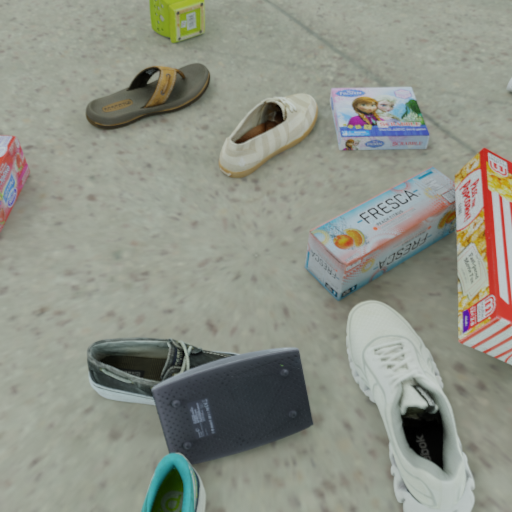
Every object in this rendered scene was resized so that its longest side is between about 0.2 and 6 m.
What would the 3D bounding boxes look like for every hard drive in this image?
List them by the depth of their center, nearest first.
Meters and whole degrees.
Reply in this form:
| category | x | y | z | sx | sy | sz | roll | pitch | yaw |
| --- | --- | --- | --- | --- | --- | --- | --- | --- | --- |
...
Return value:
| category | x | y | z | sx | sy | sz | roll | pitch | yaw |
| --- | --- | --- | --- | --- | --- | --- | --- | --- | --- |
| hard drive | -0.278 | 1.817 | 6.939 | 1.823 | 1.230 | 0.386 | -14 | 17 | -8 |

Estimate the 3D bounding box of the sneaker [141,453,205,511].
| category | x | y | z | sx | sy | sz | roll | pitch | yaw |
| --- | --- | --- | --- | --- | --- | --- | --- | --- | --- |
| sneaker | -1.073 | 3.168 | 5.886 | 0.848 | 0.872 | 2.189 | 3 | 49 | 3 |

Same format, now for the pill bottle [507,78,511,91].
| category | x | y | z | sx | sy | sz | roll | pitch | yaw |
| --- | --- | --- | --- | --- | --- | --- | --- | --- | --- |
| pill bottle | 5.955 | -3.690 | 12.367 | 0.728 | 0.408 | 0.408 | 29 | 54 | 24 |

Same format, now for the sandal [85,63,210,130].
| category | x | y | z | sx | sy | sz | roll | pitch | yaw |
| --- | --- | --- | --- | --- | --- | --- | --- | --- | --- |
| sandal | -2.287 | -3.611 | 12.021 | 2.954 | 0.806 | 1.207 | -24 | 52 | -20 |

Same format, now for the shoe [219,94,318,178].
| category | x | y | z | sx | sy | sz | roll | pitch | yaw |
| --- | --- | --- | --- | --- | --- | --- | --- | --- | --- |
| shoe | 0.337 | -2.581 | 11.119 | 1.007 | 0.769 | 2.881 | 28 | 54 | 23 |

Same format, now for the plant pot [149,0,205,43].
| category | x | y | z | sx | sy | sz | roll | pitch | yaw |
| --- | --- | --- | --- | --- | --- | --- | --- | --- | --- |
| plant pot | -1.916 | -6.121 | 14.087 | 1.170 | 1.176 | 1.067 | -28 | 60 | -23 |

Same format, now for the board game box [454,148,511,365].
| category | x | y | z | sx | sy | sz | roll | pitch | yaw |
| --- | --- | --- | --- | --- | --- | --- | --- | --- | --- |
| board game box | 4.070 | 0.212 | 8.004 | 2.447 | 0.748 | 3.230 | 24 | 50 | -11 |

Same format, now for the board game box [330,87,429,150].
| category | x | y | z | sx | sy | sz | roll | pitch | yaw |
| --- | --- | --- | --- | --- | --- | --- | --- | --- | --- |
| board game box | 2.515 | -2.886 | 11.667 | 1.776 | 0.365 | 1.772 | -1 | 48 | -1 |

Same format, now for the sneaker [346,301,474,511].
| category | x | y | z | sx | sy | sz | roll | pitch | yaw |
| --- | --- | --- | --- | --- | --- | --- | --- | --- | --- |
| sneaker | 1.857 | 1.637 | 6.944 | 1.118 | 1.206 | 2.975 | -18 | 48 | 2 |

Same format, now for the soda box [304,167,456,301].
| category | x | y | z | sx | sy | sz | roll | pitch | yaw |
| --- | --- | --- | --- | --- | --- | --- | --- | --- | --- |
| soda box | 2.120 | -0.410 | 9.046 | 2.742 | 0.938 | 0.872 | -27 | 54 | -23 |

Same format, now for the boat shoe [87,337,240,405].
| category | x | y | z | sx | sy | sz | roll | pitch | yaw |
| --- | --- | --- | --- | --- | --- | --- | --- | --- | --- |
| boat shoe | -1.076 | 1.533 | 7.341 | 2.411 | 0.855 | 0.869 | 0 | 51 | 2 |

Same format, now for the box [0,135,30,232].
| category | x | y | z | sx | sy | sz | roll | pitch | yaw |
| --- | --- | --- | --- | --- | --- | --- | --- | --- | --- |
| box | -4.805 | -1.227 | 9.815 | 0.934 | 0.895 | 1.874 | 2 | 48 | 1 |
